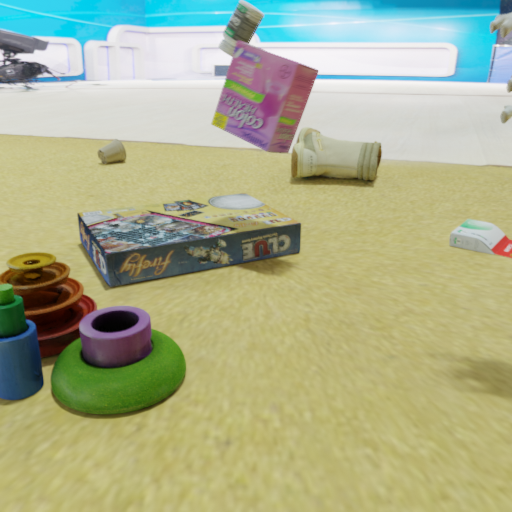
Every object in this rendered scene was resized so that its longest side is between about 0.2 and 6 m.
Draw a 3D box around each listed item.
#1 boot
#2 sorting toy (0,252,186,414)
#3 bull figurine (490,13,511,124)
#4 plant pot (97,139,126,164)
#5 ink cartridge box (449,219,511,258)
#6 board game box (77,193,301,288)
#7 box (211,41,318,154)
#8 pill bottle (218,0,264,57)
[{"bbox_3d":[2.048,-2.561,13.974,2.124,0.995,2.733,4,23,10],"label":"boot"},{"bbox_3d":[-1.965,0.625,5.714,2.619,1.075,1.574,15,26,32],"label":"sorting toy"},{"bbox_3d":[2.638,-1.635,4.856,0.964,1.587,0.517,-4,-17,10],"label":"bull figurine"},{"bbox_3d":[-3.945,-2.780,15.184,0.584,0.638,0.638,-31,36,-35],"label":"plant pot"},{"bbox_3d":[3.867,-0.286,9.189,1.112,0.278,0.895,13,25,34],"label":"ink cartridge box"},{"bbox_3d":[-1.109,-0.370,9.009,3.059,0.529,2.073,-10,23,-24],"label":"board game box"},{"bbox_3d":[0.100,-2.253,8.003,1.098,1.248,0.603,32,24,27],"label":"box"},{"bbox_3d":[-0.288,-4.088,10.153,0.513,0.907,0.513,27,25,-13],"label":"pill bottle"}]
